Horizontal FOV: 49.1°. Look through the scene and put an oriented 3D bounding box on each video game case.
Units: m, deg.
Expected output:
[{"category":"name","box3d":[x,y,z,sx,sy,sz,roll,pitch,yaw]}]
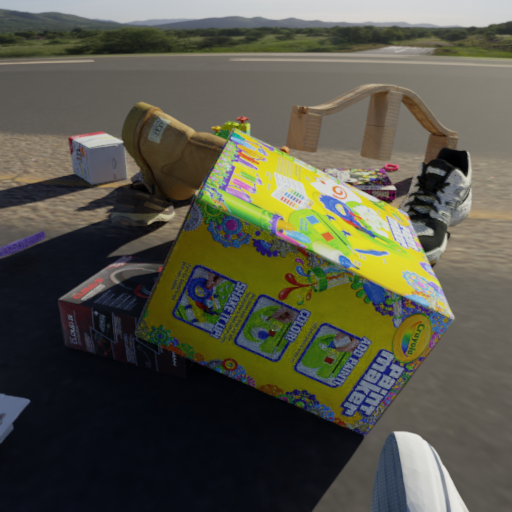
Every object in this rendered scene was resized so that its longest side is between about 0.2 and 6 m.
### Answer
[{"category":"video game case","box3d":[2.381,-1.699,13.196,1.525,0.301,1.683,1,25,3]}]

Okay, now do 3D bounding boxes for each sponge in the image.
[{"category":"sponge","box3d":[-3.980,-0.178,9.363,0.561,0.150,1.005,-19,12,7]}]

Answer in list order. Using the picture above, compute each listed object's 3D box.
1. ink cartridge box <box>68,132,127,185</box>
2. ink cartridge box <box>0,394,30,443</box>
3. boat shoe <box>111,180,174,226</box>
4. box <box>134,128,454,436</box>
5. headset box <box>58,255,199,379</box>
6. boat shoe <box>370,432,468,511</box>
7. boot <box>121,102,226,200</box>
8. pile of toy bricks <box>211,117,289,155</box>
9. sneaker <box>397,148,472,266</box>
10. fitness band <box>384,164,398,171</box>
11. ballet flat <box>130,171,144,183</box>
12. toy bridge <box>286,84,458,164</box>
[{"category":"ink cartridge box","box3d":[-3.953,-2.449,14.012,0.960,0.965,1.328,-18,30,-34]},{"category":"ink cartridge box","box3d":[-3.038,1.746,5.524,1.435,0.483,0.840,5,25,11]},{"category":"boat shoe","box3d":[-2.109,-1.060,10.903,0.797,0.785,2.141,5,10,8]},{"category":"box","box3d":[0.430,0.099,6.538,2.670,1.691,2.772,25,24,-6]},{"category":"headset box","box3d":[-1.475,0.706,7.444,2.010,0.754,1.494,10,27,21]},{"category":"boat shoe","box3d":[1.332,2.488,3.551,0.971,1.069,2.908,11,37,-1]},{"category":"boot","box3d":[-0.337,-1.238,10.751,3.930,1.300,3.442,25,-3,13]},{"category":"pile of toy bricks","box3d":[-0.491,-2.656,13.802,3.080,1.520,1.709,7,26,15]},{"category":"sneaker","box3d":[3.026,-0.977,10.107,1.237,1.433,3.270,15,36,28]},{"category":"fitness band","box3d":[3.593,-2.354,14.867,0.353,0.092,0.491,3,24,7]},{"category":"ballet flat","box3d":[-1.805,-2.028,13.248,2.546,0.856,0.867,6,26,13]},{"category":"toy bridge","box3d":[2.850,-3.052,12.862,4.995,1.679,0.680,0,16,-33]}]
